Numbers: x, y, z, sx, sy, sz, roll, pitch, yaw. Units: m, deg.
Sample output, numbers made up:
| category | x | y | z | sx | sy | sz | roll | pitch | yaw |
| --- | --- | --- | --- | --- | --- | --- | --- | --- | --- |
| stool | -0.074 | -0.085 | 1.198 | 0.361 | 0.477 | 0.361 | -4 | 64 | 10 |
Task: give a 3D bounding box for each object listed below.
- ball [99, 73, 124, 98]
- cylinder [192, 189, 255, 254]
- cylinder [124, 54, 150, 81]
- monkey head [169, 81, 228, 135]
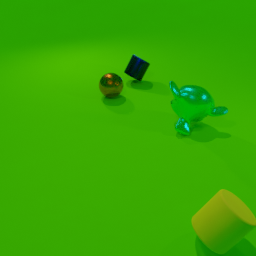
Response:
| category | x | y | z | sx | sy | sz | roll | pitch | yaw |
| --- | --- | --- | --- | --- | --- | --- | --- | --- | --- |
| ball | -0.624 | -1.578 | 10.338 | 0.917 | 0.917 | 0.917 | 0 | 34 | 0 |
| cylinder | 1.765 | 1.725 | 5.194 | 0.837 | 0.837 | 0.837 | 33 | 20 | -14 |
| cylinder | 0.365 | -2.443 | 11.397 | 0.813 | 0.813 | 0.813 | 27 | 14 | -7 |
| monkey head | 1.924 | -0.573 | 8.463 | 1.969 | 1.186 | 1.416 | 25 | 55 | -4 |
